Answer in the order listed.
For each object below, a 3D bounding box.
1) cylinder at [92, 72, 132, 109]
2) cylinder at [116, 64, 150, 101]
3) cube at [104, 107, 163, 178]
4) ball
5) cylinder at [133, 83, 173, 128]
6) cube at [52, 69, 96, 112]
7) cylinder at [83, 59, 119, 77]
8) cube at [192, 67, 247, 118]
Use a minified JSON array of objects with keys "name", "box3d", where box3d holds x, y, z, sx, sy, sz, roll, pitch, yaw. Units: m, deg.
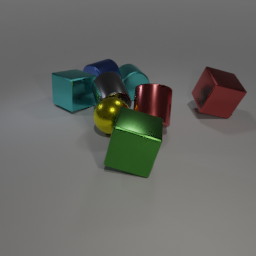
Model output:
[{"name":"cylinder","box3d":[-0.694,-1.362,11.609,1.400,1.400,1.400,-9,49,-15]},{"name":"cylinder","box3d":[0.167,-2.220,13.457,1.400,1.400,1.400,-8,30,-14]},{"name":"cube","box3d":[0.192,0.400,8.535,1.400,1.400,1.400,16,30,-1]},{"name":"ball","box3d":[-0.590,-0.451,10.383,1.400,1.400,1.400,0,30,0]},{"name":"cylinder","box3d":[0.905,-0.792,10.419,1.400,1.400,1.400,5,-7,1]},{"name":"cube","box3d":[-2.386,-1.710,12.428,1.400,1.400,1.400,24,31,35]},{"name":"cylinder","box3d":[-1.352,-2.687,14.274,1.400,1.400,1.400,22,36,34]},{"name":"cube","box3d":[3.682,-1.452,11.526,1.400,1.400,1.400,11,40,-15]}]
